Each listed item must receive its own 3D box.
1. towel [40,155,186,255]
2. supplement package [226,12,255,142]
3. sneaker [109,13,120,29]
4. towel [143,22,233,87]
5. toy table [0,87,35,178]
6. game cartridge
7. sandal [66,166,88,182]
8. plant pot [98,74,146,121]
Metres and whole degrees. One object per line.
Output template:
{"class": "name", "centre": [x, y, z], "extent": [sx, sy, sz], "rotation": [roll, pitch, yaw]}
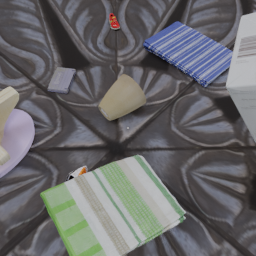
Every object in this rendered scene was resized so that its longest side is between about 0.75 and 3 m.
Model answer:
{"class": "towel", "centre": [-0.210, 1.340, 4.758], "extent": [2.075, 0.318, 1.548], "rotation": [-17, 54, -33]}
{"class": "supplement package", "centre": [3.151, -0.589, 5.136], "extent": [1.596, 2.913, 1.657], "rotation": [0, 60, 40]}
{"class": "sneaker", "centre": [-0.569, -4.180, 10.961], "extent": [0.327, 0.361, 0.850], "rotation": [-18, 57, -12]}
{"class": "towel", "centre": [2.218, -2.743, 10.030], "extent": [2.913, 0.347, 2.109], "rotation": [40, 61, 23]}
{"class": "toy table", "centre": [-3.697, 0.187, 6.888], "extent": [2.592, 1.651, 2.820], "rotation": [29, 60, 7]}
{"class": "game cartridge", "centre": [-2.182, -1.581, 9.242], "extent": [0.669, 0.198, 1.032], "rotation": [6, 55, 9]}
{"class": "sandal", "centre": [-1.057, 1.060, 5.383], "extent": [0.338, 0.452, 1.180], "rotation": [2, 14, 9]}
{"class": "plant pot", "centre": [-0.259, -0.788, 8.231], "extent": [1.168, 1.094, 1.094], "rotation": [-41, 64, -13]}
